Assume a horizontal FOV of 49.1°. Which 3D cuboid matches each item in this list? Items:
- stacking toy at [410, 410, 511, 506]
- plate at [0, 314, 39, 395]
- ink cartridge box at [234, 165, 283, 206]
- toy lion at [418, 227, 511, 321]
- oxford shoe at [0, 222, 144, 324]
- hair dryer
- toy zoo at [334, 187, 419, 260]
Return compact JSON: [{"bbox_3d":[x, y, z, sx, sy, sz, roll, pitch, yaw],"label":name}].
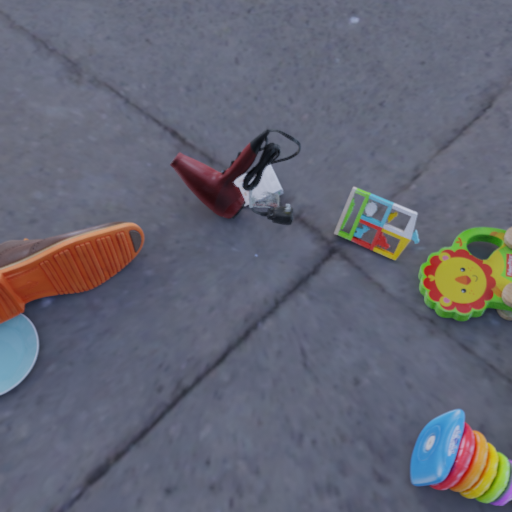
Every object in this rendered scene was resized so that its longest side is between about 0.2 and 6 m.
[{"bbox_3d":[3.071,2.924,7.425,1.778,0.976,1.032,30,61,2],"label":"stacking toy"},{"bbox_3d":[-4.025,1.494,8.530,1.454,0.186,1.454,0,59,0],"label":"plate"},{"bbox_3d":[0.004,-1.240,10.117,0.814,0.204,0.655,-26,62,7],"label":"ink cartridge box"},{"bbox_3d":[3.511,0.268,9.078,1.649,0.591,1.721,10,60,14],"label":"toy lion"},{"bbox_3d":[-3.361,0.015,8.878,3.136,1.118,1.143,-22,49,-19],"label":"oxford shoe"},{"bbox_3d":[-0.358,-1.399,9.373,2.217,1.689,0.602,5,30,9],"label":"hair dryer"},{"bbox_3d":[2.068,-0.497,9.320,1.335,0.876,0.137,25,24,12],"label":"toy zoo"}]
